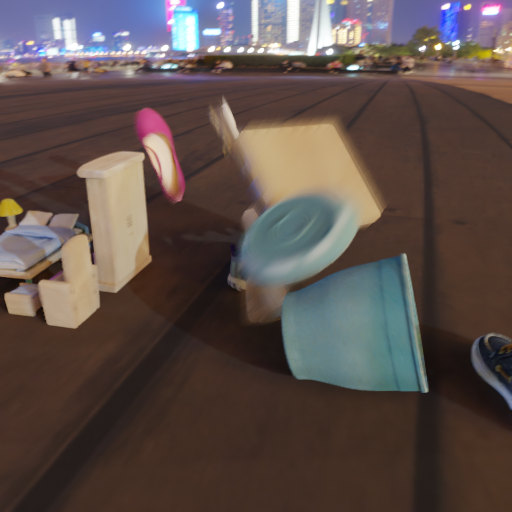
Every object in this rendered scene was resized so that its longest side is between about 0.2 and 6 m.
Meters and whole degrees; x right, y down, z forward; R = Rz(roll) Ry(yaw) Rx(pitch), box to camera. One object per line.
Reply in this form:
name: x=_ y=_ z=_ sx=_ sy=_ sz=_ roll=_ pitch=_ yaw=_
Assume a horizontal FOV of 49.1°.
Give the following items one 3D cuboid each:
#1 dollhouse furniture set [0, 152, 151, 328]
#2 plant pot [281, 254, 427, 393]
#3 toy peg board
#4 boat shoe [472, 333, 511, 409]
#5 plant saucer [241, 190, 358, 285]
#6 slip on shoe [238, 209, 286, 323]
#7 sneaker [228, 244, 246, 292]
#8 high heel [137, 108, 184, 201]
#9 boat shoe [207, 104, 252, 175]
dollhouse furniture set: x=-3.749 y=-0.544 z=9.379 sx=3.136 sy=2.047 sz=2.961 roll=5 pitch=23 yaw=14
plant pot: x=1.157 y=0.892 z=6.757 sx=1.519 sy=1.617 sz=1.617 roll=-10 pitch=20 yaw=16
toy peg board: x=0.744 y=-1.125 z=9.693 sx=1.988 sy=0.976 sz=1.996 roll=-13 pitch=68 yaw=-31
boat shoe: x=3.168 y=1.242 z=6.560 sx=0.696 sy=0.893 sz=1.966 roll=-1 pitch=23 yaw=-2
plant saucer: x=0.523 y=-0.335 z=7.586 sx=1.736 sy=0.238 sz=1.736 roll=-21 pitch=38 yaw=17
slip on shoe: x=-0.006 y=0.129 z=8.476 sx=0.609 sy=0.764 sz=2.010 roll=-22 pitch=56 yaw=7
sneaker: x=0.342 y=-0.044 z=9.723 sx=0.724 sy=0.851 sz=1.945 roll=20 pitch=30 yaw=40
high heel: x=-1.666 y=-1.758 z=9.924 sx=0.557 sy=1.655 sz=0.794 roll=-19 pitch=42 yaw=-13
boat shoe: x=-0.519 y=-2.367 z=11.693 sx=0.461 sy=1.548 sz=0.556 roll=-24 pitch=3 yaw=3
